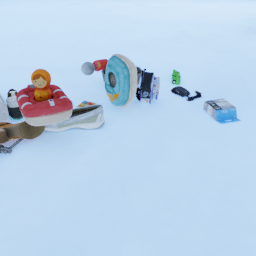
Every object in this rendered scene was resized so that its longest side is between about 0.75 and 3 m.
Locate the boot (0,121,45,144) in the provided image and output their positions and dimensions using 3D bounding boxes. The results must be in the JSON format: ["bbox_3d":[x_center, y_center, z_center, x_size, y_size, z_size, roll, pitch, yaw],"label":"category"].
[{"bbox_3d":[-3.476,0.011,8.518,1.595,0.588,1.234,-13,18,-37],"label":"boot"}]

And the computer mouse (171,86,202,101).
[{"bbox_3d":[2.396,-1.507,11.370,0.875,0.287,1.246,-18,36,-26],"label":"computer mouse"}]

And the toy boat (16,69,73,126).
[{"bbox_3d":[-2.465,-1.013,8.142,1.418,1.420,2.173,-15,34,-25],"label":"toy boat"}]

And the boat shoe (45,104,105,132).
[{"bbox_3d":[-1.901,-0.380,9.042,2.266,0.727,0.835,-1,31,-1],"label":"boat shoe"}]

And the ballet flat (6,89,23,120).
[{"bbox_3d":[-4.126,-0.925,10.071,0.611,0.614,1.796,-13,34,-23],"label":"ballet flat"}]

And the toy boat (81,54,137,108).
[{"bbox_3d":[-0.679,-1.799,10.060,1.118,2.022,2.406,-24,47,-29],"label":"toy boat"}]

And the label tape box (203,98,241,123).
[{"bbox_3d":[3.287,-0.608,9.777,0.823,0.380,1.149,-8,30,-14],"label":"label tape box"}]

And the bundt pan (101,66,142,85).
[{"bbox_3d":[-0.264,-2.175,12.118,1.791,0.672,1.791,1,30,0],"label":"bundt pan"}]

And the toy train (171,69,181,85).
[{"bbox_3d":[2.201,-2.324,12.763,0.402,0.297,1.424,13,32,3],"label":"toy train"}]

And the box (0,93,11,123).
[{"bbox_3d":[-5.214,-0.823,9.685,1.607,0.828,2.755,-19,36,-28],"label":"box"}]

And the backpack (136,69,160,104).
[{"bbox_3d":[0.759,-1.458,10.477,0.859,1.063,1.115,15,60,2],"label":"backpack"}]

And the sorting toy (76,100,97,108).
[{"bbox_3d":[-1.440,-0.854,10.436,0.814,0.120,0.602,13,33,22],"label":"sorting toy"}]

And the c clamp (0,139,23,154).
[{"bbox_3d":[-4.417,0.593,7.763,2.371,0.321,2.026,6,22,5],"label":"c clamp"}]
